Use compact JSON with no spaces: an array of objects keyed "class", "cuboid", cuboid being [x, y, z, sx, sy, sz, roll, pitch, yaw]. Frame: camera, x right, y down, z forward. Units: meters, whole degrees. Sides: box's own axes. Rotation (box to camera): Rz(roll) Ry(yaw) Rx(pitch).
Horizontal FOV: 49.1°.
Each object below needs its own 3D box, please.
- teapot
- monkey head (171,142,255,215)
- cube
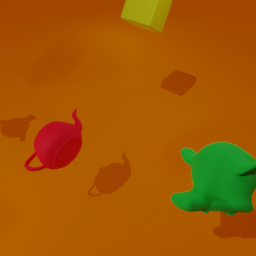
[{"class":"teapot","cuboid":[-1.393,0.251,5.560,0.779,0.990,1.592,32,65,21]},{"class":"monkey head","cuboid":[1.086,0.627,3.615,1.085,0.909,1.509,3,0,-29]},{"class":"cube","cuboid":[0.487,-3.073,7.253,0.872,0.872,0.872,25,15,23]}]
